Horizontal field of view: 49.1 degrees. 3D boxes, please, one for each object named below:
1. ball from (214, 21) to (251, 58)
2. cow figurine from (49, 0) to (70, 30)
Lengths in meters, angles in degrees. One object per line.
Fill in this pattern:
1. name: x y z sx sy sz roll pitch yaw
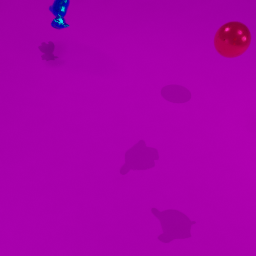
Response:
1. ball: 2.474 -2.094 6.656 0.839 0.839 0.839 0 49 0
2. cow figurine: -2.043 -3.543 8.529 0.561 1.023 1.006 9 32 -42
